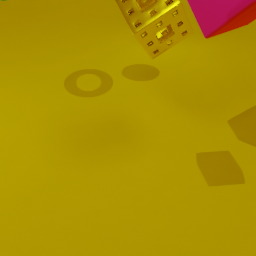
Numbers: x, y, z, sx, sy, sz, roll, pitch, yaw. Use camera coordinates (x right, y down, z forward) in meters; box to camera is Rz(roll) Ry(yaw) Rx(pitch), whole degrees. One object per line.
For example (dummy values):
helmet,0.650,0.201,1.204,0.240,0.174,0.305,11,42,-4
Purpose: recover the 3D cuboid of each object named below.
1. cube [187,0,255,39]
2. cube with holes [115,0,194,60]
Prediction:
cube,1.971,-2.633,5.049,1.309,1.309,1.309,-25,90,-26
cube with holes,0.403,-1.658,4.180,0.741,0.741,0.741,-31,64,16
